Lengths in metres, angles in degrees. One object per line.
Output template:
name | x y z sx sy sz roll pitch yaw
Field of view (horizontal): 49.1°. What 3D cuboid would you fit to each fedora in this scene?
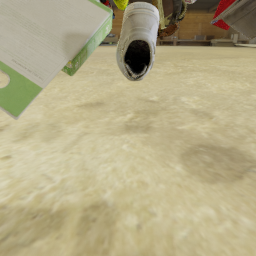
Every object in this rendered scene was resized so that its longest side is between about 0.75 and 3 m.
fedora | 2.836 -2.546 6.007 2.016 0.910 1.783 -44 10 -31

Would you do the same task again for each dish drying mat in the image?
dish drying mat | 3.358 -4.096 9.148 0.658 1.714 0.156 30 47 13

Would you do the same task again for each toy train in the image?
toy train | -0.544 -3.096 7.005 0.254 0.341 1.488 -22 -8 6

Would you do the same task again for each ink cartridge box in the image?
ink cartridge box | -1.371 -1.201 3.854 1.494 2.053 0.492 33 -19 5

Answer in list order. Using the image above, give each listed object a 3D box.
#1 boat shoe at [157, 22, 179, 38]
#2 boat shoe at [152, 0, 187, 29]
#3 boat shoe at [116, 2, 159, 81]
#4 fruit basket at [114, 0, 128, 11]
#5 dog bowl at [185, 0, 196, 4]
boat shoe | 1.329 -3.765 10.949 1.359 0.489 0.462 -14 10 33
boat shoe | 1.396 -3.735 8.930 0.937 1.059 2.892 0 20 15
boat shoe | 0.125 -0.950 3.816 0.584 0.556 1.622 9 -16 -7
fruit basket | -0.294 -5.112 10.515 1.346 1.346 0.971 -13 5 -32
dog bowl | 2.086 -4.784 9.856 0.823 0.823 0.303 -5 -18 -14
